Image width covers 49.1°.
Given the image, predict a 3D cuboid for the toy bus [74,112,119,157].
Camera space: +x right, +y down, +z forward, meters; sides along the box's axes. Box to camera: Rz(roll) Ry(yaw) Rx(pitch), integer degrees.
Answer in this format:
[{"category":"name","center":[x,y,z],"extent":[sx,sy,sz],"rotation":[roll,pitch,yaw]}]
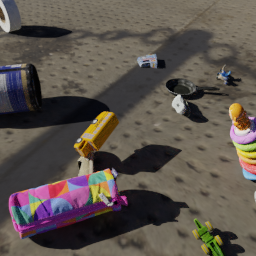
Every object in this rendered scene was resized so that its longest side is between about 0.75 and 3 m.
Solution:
[{"category":"toy bus","center":[-0.870,0.179,7.884],"extent":[0.557,0.463,1.422],"rotation":[8,50,37]}]

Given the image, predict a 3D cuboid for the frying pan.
[{"category":"frying pan","center":[2.476,-1.657,11.224],"extent":[2.020,0.329,1.222],"rotation":[-7,41,-11]}]

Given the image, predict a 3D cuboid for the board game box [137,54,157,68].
[{"category":"board game box","center":[0.976,-3.061,12.919],"extent":[0.919,0.283,0.918],"rotation":[-9,40,-10]}]

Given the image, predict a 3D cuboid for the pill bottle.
[{"category":"pill bottle","center":[-4.636,-1.275,9.722],"extent":[2.960,1.655,1.655],"rotation":[-8,41,-9]}]

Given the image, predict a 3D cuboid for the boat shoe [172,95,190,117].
[{"category":"boat shoe","center":[1.930,-0.765,10.101],"extent":[0.423,0.470,1.329],"rotation":[34,23,-18]}]

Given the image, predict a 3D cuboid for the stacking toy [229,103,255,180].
[{"category":"stacking toy","center":[3.170,0.219,7.210],"extent":[1.288,2.346,1.362],"rotation":[-15,42,42]}]

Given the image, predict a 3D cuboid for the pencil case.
[{"category":"pencil case","center":[-1.386,1.732,6.581],"extent":[2.580,1.140,1.140],"rotation":[-14,42,-12]}]

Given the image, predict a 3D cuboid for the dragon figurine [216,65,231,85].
[{"category":"dragon figurine","center":[4.133,-2.245,11.890],"extent":[0.605,0.358,1.216],"rotation":[22,45,24]}]

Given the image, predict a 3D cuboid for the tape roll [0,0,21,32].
[{"category":"tape roll","center":[-6.773,-6.443,15.614],"extent":[0.710,2.031,2.031],"rotation":[-31,49,-31]}]

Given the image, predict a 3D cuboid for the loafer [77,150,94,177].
[{"category":"loafer","center":[-1.204,0.937,7.969],"extent":[0.469,0.519,1.373],"rotation":[0,40,-9]}]

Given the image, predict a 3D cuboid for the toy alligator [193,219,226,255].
[{"category":"toy alligator","center":[1.879,2.612,6.150],"extent":[0.453,0.328,1.366],"rotation":[-33,53,3]}]
